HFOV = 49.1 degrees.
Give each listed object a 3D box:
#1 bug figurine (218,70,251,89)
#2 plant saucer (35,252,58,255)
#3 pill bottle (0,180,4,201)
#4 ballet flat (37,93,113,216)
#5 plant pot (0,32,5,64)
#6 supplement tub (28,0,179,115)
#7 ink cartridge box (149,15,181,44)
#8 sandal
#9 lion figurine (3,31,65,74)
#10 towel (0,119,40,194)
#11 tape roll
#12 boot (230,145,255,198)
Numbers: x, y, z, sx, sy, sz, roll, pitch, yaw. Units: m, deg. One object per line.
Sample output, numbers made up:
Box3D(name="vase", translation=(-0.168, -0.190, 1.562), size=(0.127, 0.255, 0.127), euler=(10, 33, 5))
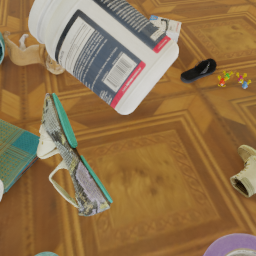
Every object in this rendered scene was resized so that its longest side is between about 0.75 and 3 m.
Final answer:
Box3D(name="bug figurine", translation=(3.780, -1.713, 10.013), size=(1.121, 0.288, 0.869), euler=(12, 43, 16))
Box3D(name="plant saucer", translation=(-1.735, 3.025, 5.786), size=(0.861, 0.155, 0.861), euler=(0, 48, 0))
Box3D(name="pill bottle", translation=(-4.109, 1.379, 6.605), size=(2.051, 1.156, 1.156), euler=(11, 49, 11))
Box3D(name="ballet flat", translation=(-0.736, 0.338, 3.228), size=(0.549, 0.549, 1.526), euler=(-27, 86, -22))
Box3D(name="plant pot", translation=(-5.433, -3.197, 10.588), size=(1.658, 1.658, 1.558), euler=(-8, 32, -7))
Box3D(name="supplement tub", translation=(-0.490, -1.809, 6.082), size=(2.772, 1.945, 1.945), euler=(40, 55, -1))
Box3D(name="ink cartridge box", translation=(1.519, -4.185, 11.942), size=(1.360, 0.573, 0.983), euler=(15, 51, 2))
Box3D(name="sandal", translation=(2.686, -2.171, 10.364), size=(1.741, 0.373, 0.662), euler=(-33, 56, -27))
Box3D(name="lion figurine", translation=(-3.545, -2.803, 10.546), size=(2.731, 1.673, 0.990), euler=(0, 3, 20))
Box3D(name="towel", translation=(-3.742, 0.604, 7.935), size=(2.551, 0.277, 1.871), euler=(21, 51, 20))
Box3D(name="tape roll", translation=(2.238, 3.082, 5.297), size=(1.902, 0.808, 1.902), euler=(0, 49, 0))
Box3D(name="boot", translation=(3.078, 1.094, 7.330), size=(1.036, 0.483, 1.339), euler=(-19, 52, -16))
